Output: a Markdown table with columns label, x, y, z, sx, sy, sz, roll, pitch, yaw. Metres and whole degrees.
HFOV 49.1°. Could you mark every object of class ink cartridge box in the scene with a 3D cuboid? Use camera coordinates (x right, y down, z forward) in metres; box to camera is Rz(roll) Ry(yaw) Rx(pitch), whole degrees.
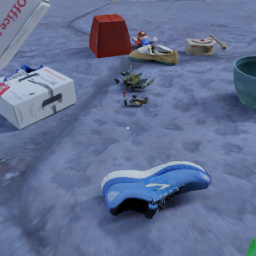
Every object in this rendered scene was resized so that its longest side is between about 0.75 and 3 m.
| label | x | y | z | sx | sy | sz | roll | pitch | yaw |
| --- | --- | --- | --- | --- | --- | --- | --- | --- | --- |
| ink cartridge box | -2.646 | -0.928 | 7.983 | 1.377 | 0.799 | 1.909 | 29 | 45 | 34 |
| ink cartridge box | -2.968 | -2.434 | 5.077 | 2.452 | 1.810 | 1.050 | 39 | 14 | -19 |

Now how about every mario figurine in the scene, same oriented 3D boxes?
| label | x | y | z | sx | sy | sz | roll | pitch | yaw |
| --- | --- | --- | --- | --- | --- | --- | --- | --- | --- |
| mario figurine | 0.691 | -3.766 | 11.956 | 0.848 | 0.728 | 1.374 | 16 | 35 | -27 |

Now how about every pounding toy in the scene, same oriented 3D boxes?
| label | x | y | z | sx | sy | sz | roll | pitch | yaw |
| --- | --- | --- | --- | --- | --- | --- | --- | --- | --- |
| pounding toy | 3.193 | -3.568 | 11.532 | 1.633 | 0.937 | 0.934 | 6 | 40 | 8 |

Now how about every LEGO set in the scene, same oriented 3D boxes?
| label | x | y | z | sx | sy | sz | roll | pitch | yaw |
| --- | --- | --- | --- | --- | --- | --- | --- | --- | --- |
| LEGO set | 0.180 | -1.286 | 8.887 | 1.268 | 0.553 | 1.952 | 8 | 49 | 14 |

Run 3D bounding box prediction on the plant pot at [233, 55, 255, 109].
| label | x | y | z | sx | sy | sz | roll | pitch | yaw |
| --- | --- | --- | --- | --- | --- | --- | --- | --- | --- |
| plant pot | 3.862 | -1.247 | 8.124 | 1.698 | 1.138 | 1.698 | -1 | 36 | 1 |

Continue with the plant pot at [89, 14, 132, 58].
| label | x | y | z | sx | sy | sz | roll | pitch | yaw |
| --- | --- | --- | --- | --- | --- | --- | --- | --- | --- |
| plant pot | -0.767 | -3.910 | 11.659 | 1.538 | 1.357 | 1.540 | -11 | 37 | -16 |

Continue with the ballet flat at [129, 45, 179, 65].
| label | x | y | z | sx | sy | sz | roll | pitch | yaw |
| --- | --- | --- | --- | --- | --- | --- | --- | --- | --- |
| ballet flat | 1.005 | -2.946 | 10.935 | 2.005 | 0.632 | 0.688 | 12 | 37 | 16 |

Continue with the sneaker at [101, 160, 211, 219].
| label | x | y | z | sx | sy | sz | roll | pitch | yaw |
| --- | --- | --- | --- | --- | --- | --- | --- | --- | --- |
| sneaker | 0.556 | 1.223 | 5.165 | 2.027 | 0.796 | 0.904 | -11 | 46 | -3 |

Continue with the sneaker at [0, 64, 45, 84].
| label | x | y | z | sx | sy | sz | roll | pitch | yaw |
| --- | --- | --- | --- | --- | --- | --- | --- | --- | --- |
| sneaker | -3.460 | -1.663 | 8.996 | 1.868 | 0.823 | 0.703 | -6 | 37 | -7 |

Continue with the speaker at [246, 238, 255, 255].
| label | x | y | z | sx | sy | sz | roll | pitch | yaw |
| --- | --- | --- | --- | --- | --- | --- | --- | --- | --- |
| speaker | 2.662 | 2.148 | 3.655 | 2.046 | 0.905 | 0.905 | 14 | 38 | 18 |
